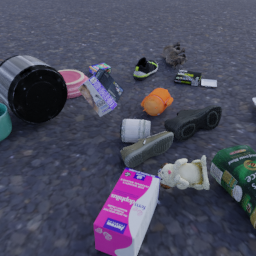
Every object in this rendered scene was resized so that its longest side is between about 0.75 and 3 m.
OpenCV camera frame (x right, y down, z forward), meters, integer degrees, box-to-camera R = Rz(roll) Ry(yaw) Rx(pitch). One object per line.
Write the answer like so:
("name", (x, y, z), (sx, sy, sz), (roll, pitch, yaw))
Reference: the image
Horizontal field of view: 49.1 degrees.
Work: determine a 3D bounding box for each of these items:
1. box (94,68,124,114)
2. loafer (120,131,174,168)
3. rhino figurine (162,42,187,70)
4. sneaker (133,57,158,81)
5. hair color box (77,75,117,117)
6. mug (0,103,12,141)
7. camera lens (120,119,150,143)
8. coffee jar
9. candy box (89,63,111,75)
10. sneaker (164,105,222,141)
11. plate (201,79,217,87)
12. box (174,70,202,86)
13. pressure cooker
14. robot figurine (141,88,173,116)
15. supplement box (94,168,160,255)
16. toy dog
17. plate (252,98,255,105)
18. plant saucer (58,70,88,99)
("box", (-0.933, -1.430, 11.179), (0.402, 1.575, 1.242), (27, 82, 37))
("loafer", (0.653, 0.572, 9.558), (2.143, 0.806, 0.746), (-22, 44, -28))
("rhino figurine", (2.782, -4.227, 16.537), (1.220, 0.834, 2.790), (-20, 35, 6))
("sneaker", (1.028, -3.398, 15.223), (0.853, 0.985, 2.379), (14, 37, 20))
("hair color box", (-1.101, -1.125, 10.036), (0.736, 1.347, 0.436), (-26, 16, 44))
("mug", (-5.091, -0.187, 10.402), (1.481, 1.115, 1.803), (-5, 34, -7))
("camera lens", (0.265, 0.110, 10.177), (1.064, 0.851, 0.851), (3, 34, 5))
("coffee jar", (3.531, 1.670, 7.636), (1.407, 1.151, 2.698), (-11, 36, -15))
("candy box", (-1.549, -3.248, 15.559), (0.947, 0.365, 0.801), (-23, 42, -28))
("sneaker", (2.566, -0.398, 10.914), (2.628, 0.998, 1.193), (-17, 30, -28))
("plate", (4.145, -2.276, 14.349), (0.766, 0.124, 0.767), (9, 35, 11))
("box", (3.167, -2.654, 14.748), (1.274, 0.303, 1.231), (12, 39, 16))
("pressure cooker", (-3.993, -1.676, 11.323), (2.444, 2.406, 2.736), (-49, 48, -10))
("robot figurine", (1.231, -1.106, 11.940), (1.153, 0.935, 1.603), (34, 41, 9))
("supplement box", (0.036, 2.118, 7.099), (1.024, 1.046, 2.024), (13, 38, 16))
("toy dog", (1.540, 1.312, 8.052), (1.347, 1.306, 0.940), (-3, 78, 6))
("plate", (6.670, -0.469, 11.439), (2.545, 0.412, 2.551), (2, 34, 4))
("plant saucer", (-3.076, -2.275, 13.912), (2.455, 0.622, 2.455), (1, 35, 0))
